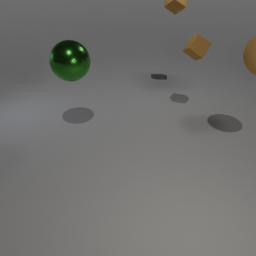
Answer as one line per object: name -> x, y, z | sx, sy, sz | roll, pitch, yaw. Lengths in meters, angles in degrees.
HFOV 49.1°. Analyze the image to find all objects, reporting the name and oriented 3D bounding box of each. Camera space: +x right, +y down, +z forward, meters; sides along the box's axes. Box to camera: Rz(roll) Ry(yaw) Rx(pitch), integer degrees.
cube -> 2.132, -5.648, 12.460 | 0.700, 0.700, 0.700 | 21, -20, -31
cube -> 2.746, -3.218, 11.175 | 0.700, 0.700, 0.700 | 33, -1, -11
ball -> 4.292, -2.267, 8.594 | 1.400, 1.400, 1.400 | 0, 31, 0
ball -> -1.996, -2.311, 9.663 | 1.400, 1.400, 1.400 | 0, 31, 0
